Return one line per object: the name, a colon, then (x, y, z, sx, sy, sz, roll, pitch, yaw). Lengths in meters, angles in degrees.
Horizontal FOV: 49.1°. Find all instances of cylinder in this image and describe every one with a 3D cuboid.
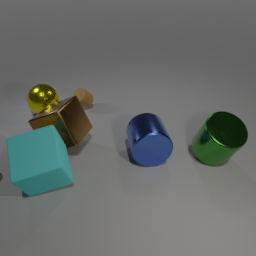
cylinder: (3.058, 0.381, 9.463, 1.400, 1.400, 1.400, 4, 59, -7)
cylinder: (0.727, 0.393, 9.864, 1.400, 1.400, 1.400, -5, 32, -7)
cylinder: (-2.067, -1.409, 12.936, 0.700, 0.700, 0.700, 22, -4, 31)

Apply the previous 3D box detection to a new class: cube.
cube: (-2.407, -0.131, 10.206, 1.400, 1.400, 1.400, -15, 23, 26)
cube: (-2.575, 0.987, 8.290, 1.400, 1.400, 1.400, -17, 61, -5)

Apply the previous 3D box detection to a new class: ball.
ball: (-3.778, -1.266, 12.480, 1.400, 1.400, 1.400, 0, 32, 0)
